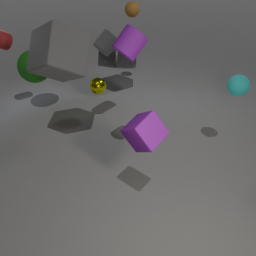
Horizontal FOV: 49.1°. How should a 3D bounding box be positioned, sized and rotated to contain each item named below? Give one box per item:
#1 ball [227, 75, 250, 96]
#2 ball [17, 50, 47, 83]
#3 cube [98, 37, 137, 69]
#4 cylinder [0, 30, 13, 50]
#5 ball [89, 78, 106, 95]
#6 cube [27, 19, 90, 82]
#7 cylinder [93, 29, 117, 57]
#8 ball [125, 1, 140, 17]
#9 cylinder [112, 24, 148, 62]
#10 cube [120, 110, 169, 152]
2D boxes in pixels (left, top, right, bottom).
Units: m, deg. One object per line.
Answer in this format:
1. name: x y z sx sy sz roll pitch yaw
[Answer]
1. ball: 3.558 -1.371 9.037 0.700 0.700 0.700 0 32 0
2. ball: -4.039 -2.652 12.073 1.400 1.400 1.400 0 32 0
3. cube: -0.516 -3.747 14.035 1.400 1.400 1.400 -10 20 -44
4. cylinder: -5.172 -3.584 11.322 0.700 0.700 0.700 24 10 33
5. ball: -1.258 -1.749 11.693 0.700 0.700 0.700 0 32 0
6. cube: -2.231 -2.392 9.014 1.400 1.400 1.400 0 -8 45
7. cylinder: -0.791 -3.099 10.208 0.700 0.700 0.700 -51 44 1
8. ball: 0.198 -5.613 13.260 0.700 0.700 0.700 0 32 0
9. cylinder: 0.054 -2.259 7.463 0.700 0.700 0.700 35 7 -5
10. cube: 0.393 0.093 6.627 0.700 0.700 0.700 -44 17 -26
